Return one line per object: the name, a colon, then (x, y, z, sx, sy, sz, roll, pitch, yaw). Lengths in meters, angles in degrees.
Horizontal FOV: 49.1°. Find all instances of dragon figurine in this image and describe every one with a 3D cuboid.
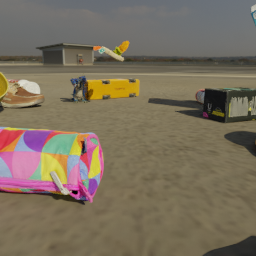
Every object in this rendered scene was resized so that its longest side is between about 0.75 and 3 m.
dragon figurine: (-2.064, -1.692, 11.744, 0.691, 1.168, 2.349, -2, 13, -11)

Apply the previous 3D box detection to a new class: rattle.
rattle: (-0.510, -2.655, 9.146, 1.059, 0.756, 0.689, 23, 32, -37)

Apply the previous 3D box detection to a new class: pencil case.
pencil case: (-1.279, 0.411, 3.492, 1.991, 0.880, 0.880, 3, 13, 15)

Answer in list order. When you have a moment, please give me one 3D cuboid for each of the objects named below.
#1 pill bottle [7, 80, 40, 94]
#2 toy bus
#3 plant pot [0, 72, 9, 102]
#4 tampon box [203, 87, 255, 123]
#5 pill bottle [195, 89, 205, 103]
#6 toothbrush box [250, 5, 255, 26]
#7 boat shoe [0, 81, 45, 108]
pill bottle: (-4.589, -1.575, 11.808, 1.673, 0.917, 0.917, 6, 14, 29)
toy bus: (-0.772, -1.849, 13.133, 2.652, 0.863, 1.038, -9, 15, -32)
plant pot: (-4.595, -1.041, 8.490, 1.599, 1.135, 1.599, 22, 40, -20)
tampon box: (3.063, -0.704, 8.144, 1.378, 0.870, 1.033, -5, 14, -21)
pill bottle: (3.101, -1.237, 11.150, 0.553, 0.553, 1.009, -2, 13, -7)
toothbrush box: (4.075, -2.624, 7.751, 0.759, 1.780, 1.303, -19, 18, 32)
boat shoe: (-4.361, -1.277, 10.467, 2.599, 0.933, 0.984, 3, 14, 14)
